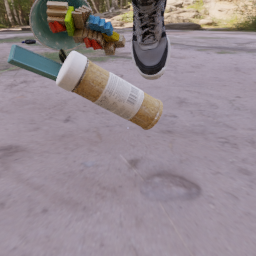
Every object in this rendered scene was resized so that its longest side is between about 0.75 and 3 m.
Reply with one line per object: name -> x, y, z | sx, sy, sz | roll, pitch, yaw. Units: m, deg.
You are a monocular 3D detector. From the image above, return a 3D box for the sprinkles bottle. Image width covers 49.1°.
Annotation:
sprinkles bottle -> -0.299, -0.646, 5.240 | 2.000, 0.683, 0.683 | 27, 14, -24

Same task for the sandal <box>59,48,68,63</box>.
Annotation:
sandal -> -1.486, -1.624, 7.065 | 0.341, 0.858, 0.245 | -29, -13, 39

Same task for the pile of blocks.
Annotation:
pile of blocks -> -1.032, -2.438, 7.080 | 2.175, 0.676, 0.893 | 16, -26, -19

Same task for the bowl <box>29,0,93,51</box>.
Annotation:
bowl -> -2.321, -3.833, 9.563 | 2.089, 2.089, 1.093 | -9, 47, -19

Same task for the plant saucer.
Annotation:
plant saucer -> -2.131, -1.570, 7.023 | 1.608, 0.562, 0.153 | 19, -31, -30

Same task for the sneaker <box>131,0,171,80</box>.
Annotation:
sneaker -> 0.437, -2.550, 6.514 | 1.000, 2.649, 1.507 | -2, -10, 12

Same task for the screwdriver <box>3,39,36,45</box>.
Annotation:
screwdriver -> -3.277, -2.571, 8.459 | 1.070, 0.156, 0.149 | -2, 36, 13
